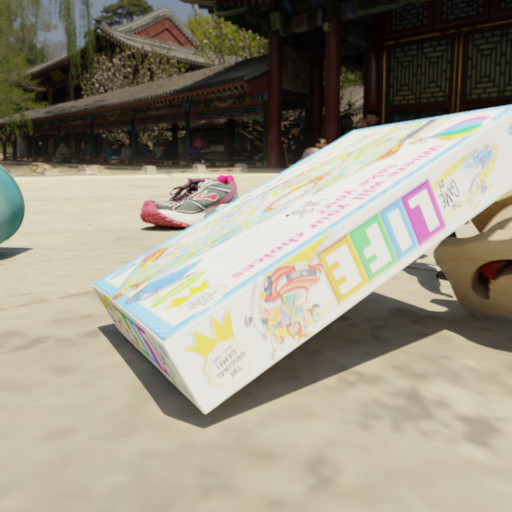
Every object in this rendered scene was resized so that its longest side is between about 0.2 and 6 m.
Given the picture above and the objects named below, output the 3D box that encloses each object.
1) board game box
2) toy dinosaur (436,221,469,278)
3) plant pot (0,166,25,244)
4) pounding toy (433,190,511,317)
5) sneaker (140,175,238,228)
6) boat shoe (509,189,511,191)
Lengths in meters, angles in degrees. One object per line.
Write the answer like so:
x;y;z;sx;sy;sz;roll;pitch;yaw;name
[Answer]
0.385;-0.222;4.744;3.273;0.560;2.201;-32;19;-19;board game box
2.600;-0.482;6.964;0.806;1.498;3.398;-16;3;3;toy dinosaur
-4.581;-0.573;8.512;1.616;1.616;1.518;-1;26;-3;plant pot
2.935;-0.124;4.734;1.511;1.506;2.634;-47;9;-16;pounding toy
-1.541;-1.281;13.112;1.232;1.141;3.057;6;13;31;sneaker
3.910;-0.357;8.501;1.032;1.191;2.793;4;37;-19;boat shoe
